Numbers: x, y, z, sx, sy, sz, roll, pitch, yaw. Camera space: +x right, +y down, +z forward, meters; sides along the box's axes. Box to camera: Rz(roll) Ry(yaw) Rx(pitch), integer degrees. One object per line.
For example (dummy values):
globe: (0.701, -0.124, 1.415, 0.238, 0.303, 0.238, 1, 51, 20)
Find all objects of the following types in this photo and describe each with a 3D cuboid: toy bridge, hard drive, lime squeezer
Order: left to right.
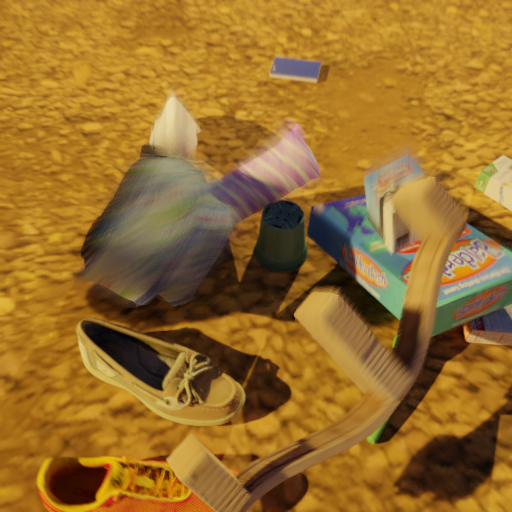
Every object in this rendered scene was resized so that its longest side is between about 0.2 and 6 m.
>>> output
hard drive: (0.995, -4.714, 14.158, 1.198, 0.152, 0.790, 9, 51, 8)
toy bridge: (1.180, 1.114, 6.732, 4.806, 0.654, 1.615, -47, 106, -18)
lime squeezer: (2.146, 1.161, 8.904, 1.245, 0.665, 3.525, 0, 51, -2)

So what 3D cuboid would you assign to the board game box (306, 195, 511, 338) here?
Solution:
board game box: (2.618, -0.072, 9.311, 2.273, 0.672, 2.989, -15, 41, -27)

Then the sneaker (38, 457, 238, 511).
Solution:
sneaker: (-1.429, 3.033, 7.081, 2.688, 1.037, 0.981, 0, 49, -2)

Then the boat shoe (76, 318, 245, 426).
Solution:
boat shoe: (-1.456, 1.670, 8.323, 2.705, 0.851, 0.987, 22, 53, 17)

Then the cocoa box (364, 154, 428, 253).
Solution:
cocoa box: (2.138, -0.756, 8.325, 0.778, 1.167, 0.765, -28, 58, -2)

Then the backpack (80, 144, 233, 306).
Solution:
backpack: (-1.481, -0.380, 8.666, 1.863, 2.535, 2.320, 31, 95, -13)

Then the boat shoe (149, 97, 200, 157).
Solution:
boat shoe: (-1.745, -2.514, 11.597, 0.928, 0.975, 2.709, -35, 29, 11)

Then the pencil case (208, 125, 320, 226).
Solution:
pencil case: (0.001, -1.361, 10.218, 2.350, 1.005, 0.986, -28, 9, 12)

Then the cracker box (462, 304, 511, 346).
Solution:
cracker box: (4.126, 0.975, 9.198, 1.433, 0.413, 0.960, 5, 50, 3)

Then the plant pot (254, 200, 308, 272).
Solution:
plant pot: (0.465, -0.399, 9.989, 1.004, 0.984, 1.004, 1, 50, -1)

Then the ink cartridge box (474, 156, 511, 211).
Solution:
ink cartridge box: (5.092, -1.401, 11.160, 0.808, 0.469, 1.116, -32, 57, -24)
